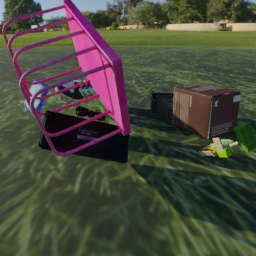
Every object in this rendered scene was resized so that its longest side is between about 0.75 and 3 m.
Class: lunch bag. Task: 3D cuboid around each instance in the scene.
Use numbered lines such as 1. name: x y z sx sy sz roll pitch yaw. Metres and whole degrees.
1. lunch bag: -2.855 -0.941 8.958 0.596 0.953 1.266 22 7 -27

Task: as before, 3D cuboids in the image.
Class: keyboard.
1. keyboard: -0.940 0.098 6.587 2.066 1.241 0.265 13 -25 -18

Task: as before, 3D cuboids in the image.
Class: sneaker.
1. sneaker: -1.413 -1.566 10.609 2.540 1.114 0.961 4 56 -26

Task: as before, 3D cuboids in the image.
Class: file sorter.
1. file sorter: -1.381 -1.087 6.015 1.744 1.933 2.781 -23 51 -13

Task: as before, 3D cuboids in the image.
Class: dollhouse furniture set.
1. dollhouse furniture set: 2.168 0.265 6.312 0.715 0.552 1.430 -26 4 -20

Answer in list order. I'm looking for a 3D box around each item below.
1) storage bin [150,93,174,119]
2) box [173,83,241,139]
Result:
1. storage bin: 1.596 -0.826 10.168 1.531 0.718 1.035 0 20 1
2. box: 2.371 -0.591 8.661 1.296 1.283 1.562 -12 23 -31
